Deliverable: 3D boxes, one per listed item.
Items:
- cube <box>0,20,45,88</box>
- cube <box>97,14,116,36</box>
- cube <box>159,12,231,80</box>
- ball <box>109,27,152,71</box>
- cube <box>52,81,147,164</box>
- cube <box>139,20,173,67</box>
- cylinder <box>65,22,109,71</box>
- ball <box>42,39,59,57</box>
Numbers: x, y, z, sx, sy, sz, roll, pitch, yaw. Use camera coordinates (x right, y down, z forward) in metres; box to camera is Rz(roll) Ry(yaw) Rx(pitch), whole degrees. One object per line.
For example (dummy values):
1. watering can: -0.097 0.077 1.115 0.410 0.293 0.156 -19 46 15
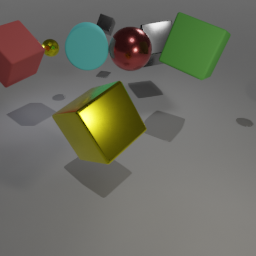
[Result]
1. cube: -3.957 -2.523 9.565 1.400 1.400 1.400 48 49 1
2. cube: -1.088 -5.055 13.742 0.700 0.700 0.700 21 5 4
3. cube: 1.958 -2.350 8.145 1.400 1.400 1.400 29 23 16
4. ball: 0.080 -2.573 9.153 1.400 1.400 1.400 0 32 0
5. cube: -0.693 -0.128 6.816 1.400 1.400 1.400 -41 22 -30
6. cube: 1.251 -3.679 12.355 1.400 1.400 1.400 -13 -7 -10
7. cylinder: -1.394 -2.813 9.560 1.400 1.400 1.400 -4 26 -6
8. ball: -3.124 -3.230 11.294 0.700 0.700 0.700 0 32 0
